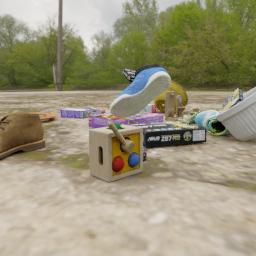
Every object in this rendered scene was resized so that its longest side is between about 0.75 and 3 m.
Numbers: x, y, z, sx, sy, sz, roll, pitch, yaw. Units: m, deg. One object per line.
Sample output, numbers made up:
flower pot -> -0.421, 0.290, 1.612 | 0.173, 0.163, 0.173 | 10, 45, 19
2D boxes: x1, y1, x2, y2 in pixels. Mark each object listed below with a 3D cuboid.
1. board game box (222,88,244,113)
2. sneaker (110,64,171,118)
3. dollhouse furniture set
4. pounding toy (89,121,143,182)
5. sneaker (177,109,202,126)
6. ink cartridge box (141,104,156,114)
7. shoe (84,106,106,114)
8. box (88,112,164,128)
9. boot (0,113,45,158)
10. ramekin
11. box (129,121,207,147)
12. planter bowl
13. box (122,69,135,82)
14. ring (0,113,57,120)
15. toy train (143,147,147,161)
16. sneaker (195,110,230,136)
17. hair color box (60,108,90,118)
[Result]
board game box -> 3.481, -0.837, 9.340 | 0.202, 0.790, 1.167 | 39, 32, -1
sneaker -> 0.387, -1.486, 10.776 | 2.578, 0.990, 1.434 | -36, 31, 18
dollhouse furniture set -> 3.017, -1.050, 13.671 | 1.651, 1.415, 1.737 | -9, 13, -42
pounding toy -> -0.216, 0.385, 5.782 | 1.166, 1.267, 0.901 | -9, 13, -43
sneaker -> 2.978, -0.440, 12.079 | 1.697, 0.752, 0.653 | 2, 10, 14
ink cartridge box -> 0.987, -1.152, 16.861 | 1.284, 0.532, 0.936 | -1, 10, -7
shoe -> -1.965, -1.041, 16.605 | 1.266, 0.452, 0.576 | 10, 11, 22
box -> -0.037, -0.312, 11.861 | 1.863, 0.532, 2.723 | 12, 15, 42
boot -> -3.438, 0.212, 7.378 | 1.076, 1.103, 2.924 | 7, 13, 27
ramekin -> 4.127, -0.548, 9.085 | 2.251, 1.182, 2.251 | -33, -3, -2
box -> 1.205, 0.171, 9.231 | 2.146, 0.527, 1.730 | -4, 8, -19
planter bowl -> 2.311, -1.675, 16.995 | 2.424, 2.424, 1.010 | 7, 48, 34
box -> 0.343, -2.231, 12.264 | 1.036, 0.254, 0.835 | 5, 32, -31
ring -> -4.949, -0.509, 14.042 | 2.664, 0.256, 2.664 | 0, 11, 0
toy train -> 0.388, 0.667, 7.395 | 0.235, 0.175, 1.026 | 4, 10, 2
sneaker -> 3.160, -0.228, 10.729 | 1.339, 0.816, 2.052 | -6, 11, -39
hair color box -> -2.825, -0.800, 15.087 | 1.426, 0.462, 0.780 | 5, 10, 18
